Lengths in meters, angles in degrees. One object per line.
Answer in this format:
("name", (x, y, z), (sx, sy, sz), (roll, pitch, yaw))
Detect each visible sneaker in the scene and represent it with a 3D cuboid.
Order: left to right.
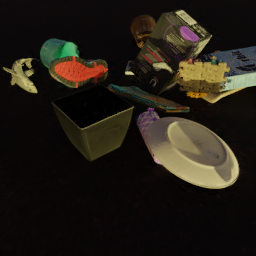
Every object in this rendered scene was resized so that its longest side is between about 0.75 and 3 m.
("sneaker", (-1.640, -1.708, 8.577), (1.065, 0.884, 2.229), (9, 12, 33))

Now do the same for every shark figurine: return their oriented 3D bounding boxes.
("shark figurine", (-4.457, -2.223, 11.439), (1.389, 0.970, 2.325), (20, 36, -32))

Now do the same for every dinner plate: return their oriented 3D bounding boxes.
("dinner plate", (1.829, 0.484, 7.660), (2.713, 0.329, 2.713), (14, 38, -11))

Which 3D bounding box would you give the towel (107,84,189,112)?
("towel", (0.706, -1.038, 9.669), (2.459, 0.267, 1.804), (24, 17, 31))

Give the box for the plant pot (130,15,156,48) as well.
("plant pot", (0.865, -4.876, 14.467), (1.396, 1.396, 1.382), (-2, 45, -3))

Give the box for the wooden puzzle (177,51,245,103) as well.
("wooden puzzle", (3.591, -2.149, 11.579), (2.968, 0.553, 2.745), (-26, 45, -23))

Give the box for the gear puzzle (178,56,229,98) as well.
("gear puzzle", (2.409, -1.584, 9.214), (1.458, 2.816, 0.369), (5, 75, 12))

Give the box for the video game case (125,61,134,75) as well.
("video game case", (0.584, -2.670, 12.497), (1.262, 0.147, 1.147), (5, 38, 7))

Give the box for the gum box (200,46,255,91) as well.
("gum box", (4.410, -2.361, 10.813), (2.607, 0.581, 2.215), (-9, 37, -1))

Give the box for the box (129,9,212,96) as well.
("box", (1.422, -2.600, 9.837), (1.523, 2.491, 1.321), (47, 46, 10))

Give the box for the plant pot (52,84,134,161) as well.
("plant pot", (-0.988, -0.091, 8.072), (1.669, 1.485, 1.673), (-25, 45, -30))

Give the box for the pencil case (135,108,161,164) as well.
("pencil case", (0.853, 0.207, 8.234), (0.782, 0.797, 1.864), (8, 35, -26))

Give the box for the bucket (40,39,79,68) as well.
("bucket", (-2.934, -3.069, 11.996), (0.977, 1.502, 1.502), (27, 45, 29))
